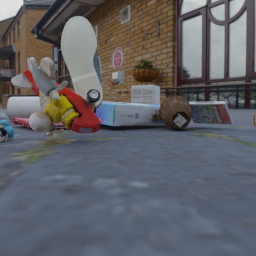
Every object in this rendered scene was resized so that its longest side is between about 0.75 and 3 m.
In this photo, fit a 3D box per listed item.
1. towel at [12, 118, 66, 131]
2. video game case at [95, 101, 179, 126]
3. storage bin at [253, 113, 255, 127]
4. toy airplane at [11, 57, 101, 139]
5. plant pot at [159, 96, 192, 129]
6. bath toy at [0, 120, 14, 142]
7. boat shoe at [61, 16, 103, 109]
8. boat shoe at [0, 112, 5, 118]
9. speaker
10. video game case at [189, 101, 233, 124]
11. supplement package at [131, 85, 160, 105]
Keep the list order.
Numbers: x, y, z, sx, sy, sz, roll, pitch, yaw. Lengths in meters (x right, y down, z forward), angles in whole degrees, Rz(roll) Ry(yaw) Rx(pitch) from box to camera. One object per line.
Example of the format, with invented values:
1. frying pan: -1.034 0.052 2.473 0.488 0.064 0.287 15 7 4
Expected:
1. towel: -2.449 -0.126 8.483 1.532 0.238 2.119 -1 6 -37
2. video game case: -0.221 -0.512 9.125 2.568 0.644 2.833 -2 8 -38
3. storage bin: 3.846 -0.516 6.903 1.387 1.280 1.906 2 4 25
4. toy airplane: -1.414 -0.456 4.971 1.598 1.605 1.132 3 49 38
5. plant pot: 1.361 -0.333 7.682 0.950 0.950 1.016 0 16 2
6. bath toy: -2.570 0.073 5.062 0.475 0.404 1.093 1 6 14
7. boat shoe: -0.942 -1.342 5.970 0.741 2.036 0.629 -12 -9 -4
8. boat shoe: -6.931 -0.710 13.711 1.680 0.521 0.605 -1 5 -11
9. speaker: -3.527 -0.770 11.447 2.546 1.034 1.034 -1 5 1
10. video game case: 2.344 -0.431 8.123 1.194 0.104 0.853 3 -39 40
11. supplement package: 0.950 -1.402 15.008 1.265 1.680 1.275 2 5 21
